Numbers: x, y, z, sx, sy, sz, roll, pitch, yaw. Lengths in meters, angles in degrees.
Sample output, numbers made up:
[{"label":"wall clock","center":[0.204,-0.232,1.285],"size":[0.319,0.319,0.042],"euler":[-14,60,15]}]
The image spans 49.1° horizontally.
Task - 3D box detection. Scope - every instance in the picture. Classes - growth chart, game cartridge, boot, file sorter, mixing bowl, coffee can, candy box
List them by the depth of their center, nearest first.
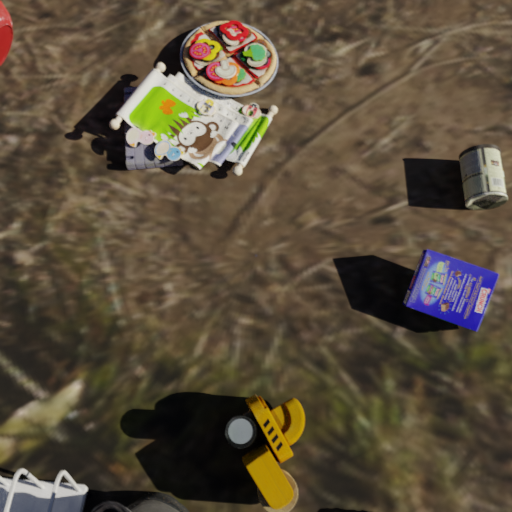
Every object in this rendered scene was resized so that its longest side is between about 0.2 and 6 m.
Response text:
[{"label":"boot","center":[-0.419,4.029,6.393],"size":[3.431,2.259,1.197],"euler":[27,73,9]},{"label":"file sorter","center":[-3.366,3.334,6.795],"size":[2.097,1.306,1.455],"euler":[5,55,-2]},{"label":"candy box","center":[2.871,0.504,8.313],"size":[1.089,0.419,0.921],"euler":[21,94,8]},{"label":"coffee can","center":[3.645,-1.256,9.014],"size":[0.642,0.642,0.877],"euler":[0,72,0]},{"label":"mixing bowl","center":[-4.797,-3.704,9.332],"size":[1.054,1.946,1.946],"euler":[30,73,-8]},{"label":"growth chart","center":[-1.044,-2.254,9.404],"size":[2.433,0.216,1.761],"euler":[23,69,-1]},{"label":"game cartridge","center":[-1.736,-2.207,9.544],"size":[0.987,0.292,1.523],"euler":[-3,72,-5]}]

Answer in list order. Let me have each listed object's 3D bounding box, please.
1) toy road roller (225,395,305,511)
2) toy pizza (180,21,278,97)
[{"label":"toy road roller","center":[0.282,2.563,7.548],"size":[1.077,0.907,1.475],"euler":[-29,76,-9]},{"label":"toy pizza","center":[-0.464,-3.533,9.840],"size":[1.738,0.275,1.738],"euler":[3,65,-6]}]
